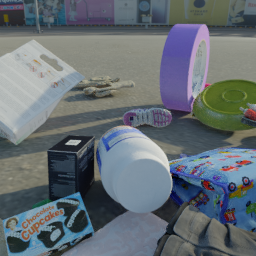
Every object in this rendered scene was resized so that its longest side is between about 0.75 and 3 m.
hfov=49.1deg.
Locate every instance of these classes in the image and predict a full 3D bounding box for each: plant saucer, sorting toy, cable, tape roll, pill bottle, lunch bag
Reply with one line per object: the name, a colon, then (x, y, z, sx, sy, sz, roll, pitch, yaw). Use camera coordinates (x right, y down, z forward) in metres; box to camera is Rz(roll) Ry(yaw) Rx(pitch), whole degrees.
plant saucer: (3.304, -0.870, 8.748, 2.560, 0.398, 2.560, -10, 38, 8)
sorting toy: (-2.208, 1.664, 4.026, 2.193, 0.437, 2.966, 16, 27, 35)
cable: (3.696, -0.125, 7.087, 0.930, 0.482, 1.916, -12, 30, -32)
tape roll: (2.057, -2.081, 9.843, 0.967, 2.947, 2.947, 11, 25, 24)
pill bottle: (0.061, 0.674, 5.020, 1.163, 1.163, 2.076, -4, 11, -10)
lunch bag: (1.684, 0.888, 5.327, 1.837, 1.148, 2.441, -13, 16, -22)

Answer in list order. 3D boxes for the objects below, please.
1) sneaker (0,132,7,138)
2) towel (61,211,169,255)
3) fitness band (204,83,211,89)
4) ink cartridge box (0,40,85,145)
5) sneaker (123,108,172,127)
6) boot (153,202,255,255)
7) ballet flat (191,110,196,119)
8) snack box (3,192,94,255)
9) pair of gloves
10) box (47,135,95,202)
sneaker: (-3.688, -0.279, 8.439, 1.832, 0.690, 0.958, 29, 12, 26)
towel: (0.115, 1.871, 3.737, 1.730, 0.292, 1.811, 21, 30, 40)
fitness band: (3.686, -1.627, 12.156, 1.518, 0.395, 2.113, -2, 21, -4)
ink cartridge box: (-2.964, -1.158, 8.022, 2.217, 0.690, 2.755, 37, 54, 9)
sneaker: (0.611, -0.378, 8.889, 1.524, 0.613, 0.674, -1, 15, 1)
boot: (1.481, 1.423, 3.606, 1.809, 0.959, 2.748, 25, 30, 28)
ballet flat: (2.880, -0.337, 8.817, 0.676, 0.800, 2.115, -46, 38, -20)
snack box: (-1.134, 1.435, 4.013, 1.143, 0.212, 0.664, -18, 53, -17)
pair of gloves: (-1.122, -1.924, 12.817, 2.210, 0.456, 2.599, -14, 24, -22)
box: (-1.042, 0.754, 5.333, 0.571, 0.999, 1.097, 3, 13, 9)
